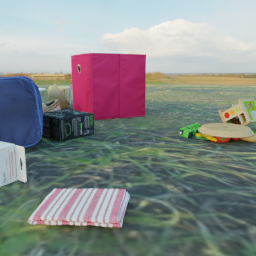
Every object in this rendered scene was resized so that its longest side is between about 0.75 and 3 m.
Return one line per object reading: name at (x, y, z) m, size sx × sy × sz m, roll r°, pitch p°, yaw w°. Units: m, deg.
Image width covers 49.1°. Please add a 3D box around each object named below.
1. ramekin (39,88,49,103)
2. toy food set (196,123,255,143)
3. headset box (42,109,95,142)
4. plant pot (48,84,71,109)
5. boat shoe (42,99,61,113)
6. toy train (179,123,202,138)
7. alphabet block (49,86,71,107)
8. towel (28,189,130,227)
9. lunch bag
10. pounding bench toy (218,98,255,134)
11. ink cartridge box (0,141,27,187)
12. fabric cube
ramekin at (-5.252, -1.335, 14.162) m, size 2.615 × 1.277 × 2.615 m, roll 0°, pitch 11°, yaw 0°
toy food set at (3.112, 0.157, 8.955) m, size 1.726 × 0.420 × 1.708 m, roll -7°, pitch 13°, yaw -32°
headset box at (-2.113, -0.152, 9.559) m, size 1.410 × 0.751 × 1.620 m, roll 10°, pitch 16°, yaw 36°
plant pot at (-4.122, -1.648, 16.046) m, size 1.000 × 1.490 × 1.490 m, roll -37°, pitch 19°, yaw -7°
boat shoe at (-3.981, -0.787, 12.571) m, size 0.846 × 0.775 × 2.265 m, roll 13°, pitch 21°, yaw 30°
toy train at (2.246, 0.082, 9.691) m, size 0.418 × 0.309 × 1.482 m, roll 20°, pitch 21°, yaw 34°
alphabet block at (-4.224, -1.963, 17.452) m, size 1.290 × 1.260 × 1.267 m, roll -1°, pitch 9°, yaw -11°
towel at (-0.696, 1.223, 4.308) m, size 1.364 × 0.204 × 0.998 m, roll -1°, pitch 11°, yaw 7°
lunch bag at (-3.924, -0.432, 7.921) m, size 2.910 × 1.977 × 1.925 m, roll -5°, pitch 12°, yaw -16°
pounding bench toy at (3.997, -0.185, 9.815) m, size 0.862 × 1.387 × 1.082 m, roll -6°, pitch -19°, yaw -36°
ink cartridge box at (-2.623, 0.673, 5.522) m, size 1.310 × 0.760 × 0.444 m, roll 7°, pitch 13°, yaw 30°
fabric cube at (-1.032, -2.132, 13.943) m, size 2.973 × 2.963 × 2.916 m, roll -6°, pitch 14°, yaw -27°
